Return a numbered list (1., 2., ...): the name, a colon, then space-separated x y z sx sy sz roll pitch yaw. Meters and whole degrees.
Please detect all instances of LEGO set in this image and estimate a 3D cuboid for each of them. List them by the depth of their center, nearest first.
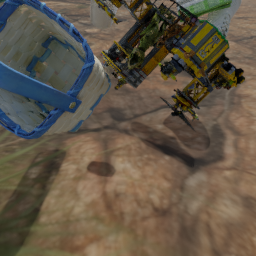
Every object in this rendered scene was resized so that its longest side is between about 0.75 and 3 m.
1. LEGO set: 0.264 -1.035 4.143 2.472 1.432 1.901 47 11 17

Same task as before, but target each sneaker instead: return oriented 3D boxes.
1. sneaker: 2.672 -2.953 8.371 0.802 2.152 0.937 28 15 -40

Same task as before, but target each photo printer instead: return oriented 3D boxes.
1. photo printer: -0.463 -3.766 7.047 0.688 1.981 1.648 15 70 -4

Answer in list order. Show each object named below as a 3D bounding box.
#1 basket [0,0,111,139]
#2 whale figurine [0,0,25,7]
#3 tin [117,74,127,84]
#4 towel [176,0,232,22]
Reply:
1. basket: -1.560 -0.938 4.110 2.320 2.631 1.830 41 93 24
2. whale figurine: -3.695 -3.353 7.192 1.995 1.035 1.587 -17 34 -6
3. tin: 0.097 -1.370 7.010 0.795 0.166 0.445 -26 45 0
4. towel: 2.193 -4.117 8.437 1.550 0.319 2.078 -13 58 22
